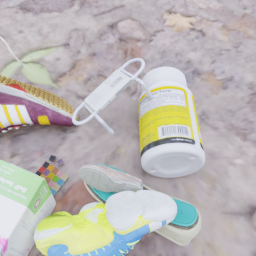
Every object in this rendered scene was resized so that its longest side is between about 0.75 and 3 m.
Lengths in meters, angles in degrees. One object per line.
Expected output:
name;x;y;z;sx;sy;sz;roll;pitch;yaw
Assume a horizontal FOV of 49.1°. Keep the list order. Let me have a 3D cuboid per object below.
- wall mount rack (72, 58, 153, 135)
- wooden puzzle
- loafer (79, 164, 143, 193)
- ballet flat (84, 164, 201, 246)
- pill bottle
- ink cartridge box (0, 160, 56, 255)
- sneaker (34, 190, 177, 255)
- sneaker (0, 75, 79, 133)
wall mount rack;-0.427;-0.765;6.625;2.091;0.780;1.817;-43;39;-4
wooden puzzle;-1.839;1.217;6.424;0.714;0.085;1.204;29;66;18
loafer;-0.319;1.007;5.514;1.289;0.464;0.405;20;26;0
ballet flat;0.197;1.580;5.746;2.596;0.902;0.902;22;58;25
pill bottle;0.945;-0.190;6.627;1.385;1.385;2.423;0;56;0
ink cartridge box;-2.421;2.174;4.805;0.944;1.643;2.805;22;60;7
sneaker;-0.305;2.013;5.065;2.612;1.372;0.989;-14;13;12
sneaker;-2.759;-0.408;6.917;2.977;1.341;1.116;21;14;-18
